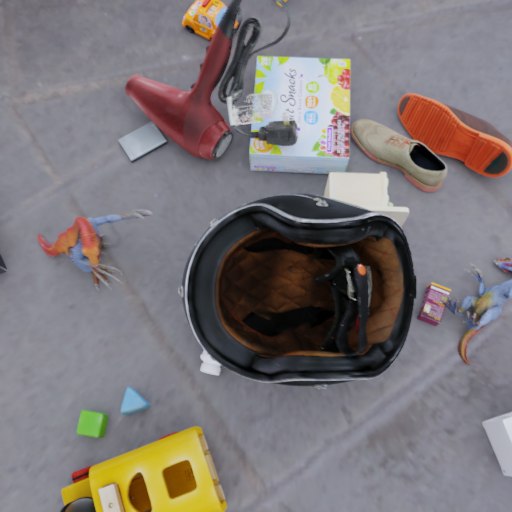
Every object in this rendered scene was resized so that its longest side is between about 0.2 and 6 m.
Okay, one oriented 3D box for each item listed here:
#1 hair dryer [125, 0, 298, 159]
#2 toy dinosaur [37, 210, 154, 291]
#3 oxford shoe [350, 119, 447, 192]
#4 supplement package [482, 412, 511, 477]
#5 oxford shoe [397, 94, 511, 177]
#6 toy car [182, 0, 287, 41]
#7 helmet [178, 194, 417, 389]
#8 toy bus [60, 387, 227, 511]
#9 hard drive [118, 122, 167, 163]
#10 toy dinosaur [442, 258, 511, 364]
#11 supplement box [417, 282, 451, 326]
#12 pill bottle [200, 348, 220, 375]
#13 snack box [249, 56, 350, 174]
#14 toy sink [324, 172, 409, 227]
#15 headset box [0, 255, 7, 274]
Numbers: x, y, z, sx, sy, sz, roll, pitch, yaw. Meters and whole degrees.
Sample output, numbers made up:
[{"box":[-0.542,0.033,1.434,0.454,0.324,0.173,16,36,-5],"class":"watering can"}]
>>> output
[{"box":[-0.883,-3.268,10.769,3.635,0.987,2.769,-4,102,21],"class":"hair dryer"},{"box":[-3.011,-0.107,9.527,2.541,2.306,1.334,0,74,3],"class":"toy dinosaur"},{"box":[2.850,-2.160,11.054,2.162,0.808,0.762,35,74,11],"class":"oxford shoe"},{"box":[4.828,2.923,9.216,1.691,0.926,0.962,-17,72,-5],"class":"supplement package"},{"box":[4.041,-2.492,11.291,2.584,0.920,0.937,39,45,17],"class":"oxford shoe"},{"box":[-0.430,-5.683,12.277,2.506,0.834,1.229,-40,76,-12],"class":"toy car"},{"box":[0.554,0.510,8.852,3.137,3.290,3.290,2,66,38],"class":"helmet"},{"box":[-1.958,3.739,8.596,2.867,1.570,3.038,22,72,8],"class":"toy bus"},{"box":[-2.325,-2.337,11.475,0.832,0.137,0.581,-32,74,-10],"class":"hard drive"},{"box":[4.239,0.757,10.269,1.687,1.859,0.976,-17,34,-30],"class":"toy dinosaur"},{"box":[3.254,0.890,10.263,0.380,0.295,0.690,22,72,7],"class":"supplement box"},{"box":[-0.733,1.693,9.900,0.454,0.454,0.759,12,71,4],"class":"pill bottle"},{"box":[0.889,-2.840,11.300,1.943,0.780,2.305,4,70,3],"class":"snack box"},{"box":[2.053,-1.036,10.590,1.461,0.952,0.818,2,71,2],"class":"toy sink"},{"box":[-5.996,-0.244,10.153,2.307,1.070,2.008,-28,79,-9],"class":"headset box"}]
